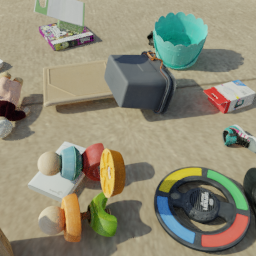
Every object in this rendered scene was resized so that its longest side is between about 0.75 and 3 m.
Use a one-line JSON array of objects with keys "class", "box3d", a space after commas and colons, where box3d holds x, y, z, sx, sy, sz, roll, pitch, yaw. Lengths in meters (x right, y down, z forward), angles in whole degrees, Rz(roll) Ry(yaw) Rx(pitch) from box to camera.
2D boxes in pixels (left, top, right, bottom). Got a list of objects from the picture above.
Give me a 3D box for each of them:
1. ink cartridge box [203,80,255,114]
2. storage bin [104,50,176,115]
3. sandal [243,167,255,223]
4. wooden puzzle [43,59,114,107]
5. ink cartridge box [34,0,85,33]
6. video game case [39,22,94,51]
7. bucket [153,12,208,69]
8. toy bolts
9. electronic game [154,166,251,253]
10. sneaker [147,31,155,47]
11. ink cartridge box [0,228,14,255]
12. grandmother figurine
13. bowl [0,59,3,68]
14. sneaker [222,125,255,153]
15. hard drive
[{"class": "ink cartridge box", "box3d": [3.560, -1.101, 10.018, 1.618, 0.544, 0.940, -17, 46, -18]}, {"class": "storage bin", "box3d": [0.287, -1.684, 9.493, 1.629, 1.765, 2.426, -2, 41, -25]}, {"class": "sandal", "box3d": [3.464, 1.920, 6.743, 0.970, 0.618, 2.582, 5, 43, 5]}, {"class": "wooden puzzle", "box3d": [-1.840, -1.732, 10.778, 2.723, 0.548, 2.943, -9, 39, -9]}, {"class": "ink cartridge box", "box3d": [-2.030, -3.506, 8.389, 1.452, 0.348, 1.057, 8, 61, -21]}, {"class": "video game case", "box3d": [-3.104, -4.691, 13.952, 2.066, 0.408, 2.280, -21, 47, -21]}, {"class": "bucket", "box3d": [2.130, -3.628, 11.785, 2.211, 1.439, 2.211, -1, 57, 1]}, {"class": "toy bolts", "box3d": [-1.227, 1.148, 6.497, 1.632, 2.248, 2.353, 0, 37, -21]}, {"class": "electronic game", "box3d": [1.796, 1.881, 6.885, 2.322, 0.483, 2.322, 0, 43, 0]}, {"class": "sneaker", "box3d": [1.382, -4.507, 13.583, 0.878, 0.645, 1.941, 9, 46, 5]}, {"class": "ink cartridge box", "box3d": [-3.184, 2.395, 5.404, 1.458, 1.770, 0.665, -21, 47, -23]}, {"class": "grandmother figurine", "box3d": [-4.044, -0.725, 9.361, 1.495, 0.747, 2.465, 16, 48, -24]}, {"class": "bowl", "box3d": [-5.775, -2.671, 11.884, 0.785, 0.293, 0.786, 29, 49, 27]}, {"class": "sneaker", "box3d": [3.311, 0.378, 8.430, 0.781, 0.541, 1.293, -13, 37, -21]}, {"class": "hard drive", "box3d": [-1.769, 1.168, 7.832, 1.152, 0.233, 1.746, 17, 46, 17]}]
